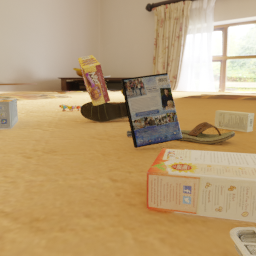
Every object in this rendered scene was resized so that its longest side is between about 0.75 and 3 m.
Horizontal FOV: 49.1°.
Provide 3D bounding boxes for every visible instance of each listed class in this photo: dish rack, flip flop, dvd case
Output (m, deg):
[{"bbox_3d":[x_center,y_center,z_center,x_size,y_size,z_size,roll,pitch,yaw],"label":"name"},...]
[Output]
[{"bbox_3d":[1.777,1.370,2.757,1.288,0.280,1.106,0,9,-1],"label":"dish rack"},{"bbox_3d":[2.283,0.099,9.018,2.175,0.626,0.882,6,11,30],"label":"flip flop"},{"bbox_3d":[0.678,-0.538,8.128,1.448,2.029,0.178,-10,-6,-12],"label":"dvd case"}]

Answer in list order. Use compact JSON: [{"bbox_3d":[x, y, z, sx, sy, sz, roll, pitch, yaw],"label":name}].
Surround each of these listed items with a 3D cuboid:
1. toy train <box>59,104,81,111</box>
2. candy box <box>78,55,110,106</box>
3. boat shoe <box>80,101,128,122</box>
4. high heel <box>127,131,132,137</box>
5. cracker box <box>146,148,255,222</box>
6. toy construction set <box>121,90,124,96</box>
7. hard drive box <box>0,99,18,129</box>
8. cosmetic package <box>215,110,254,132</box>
[{"bbox_3d":[-3.626,-1.242,17.611,1.357,0.377,1.019,4,9,4],"label":"toy train"},{"bbox_3d":[-1.598,-2.255,12.733,0.809,1.672,2.865,-17,24,-9],"label":"candy box"},{"bbox_3d":[-0.828,-0.747,13.297,2.824,1.016,0.960,0,-3,-9],"label":"boat shoe"},{"bbox_3d":[0.624,-0.067,10.065,1.051,0.526,1.474,-4,25,17],"label":"high heel"},{"bbox_3d":[1.546,0.862,4.568,2.252,0.650,1.508,2,10,16],"label":"cracker box"},{"bbox_3d":[0.600,-1.518,15.092,1.890,1.741,2.266,7,11,33],"label":"toy construction set"},{"bbox_3d":[-6.259,-0.606,11.657,2.900,1.114,2.260,-3,10,-15],"label":"hard drive box"},{"bbox_3d":[4.158,-0.288,11.027,0.492,0.728,1.384,-7,13,-42],"label":"cosmetic package"}]
